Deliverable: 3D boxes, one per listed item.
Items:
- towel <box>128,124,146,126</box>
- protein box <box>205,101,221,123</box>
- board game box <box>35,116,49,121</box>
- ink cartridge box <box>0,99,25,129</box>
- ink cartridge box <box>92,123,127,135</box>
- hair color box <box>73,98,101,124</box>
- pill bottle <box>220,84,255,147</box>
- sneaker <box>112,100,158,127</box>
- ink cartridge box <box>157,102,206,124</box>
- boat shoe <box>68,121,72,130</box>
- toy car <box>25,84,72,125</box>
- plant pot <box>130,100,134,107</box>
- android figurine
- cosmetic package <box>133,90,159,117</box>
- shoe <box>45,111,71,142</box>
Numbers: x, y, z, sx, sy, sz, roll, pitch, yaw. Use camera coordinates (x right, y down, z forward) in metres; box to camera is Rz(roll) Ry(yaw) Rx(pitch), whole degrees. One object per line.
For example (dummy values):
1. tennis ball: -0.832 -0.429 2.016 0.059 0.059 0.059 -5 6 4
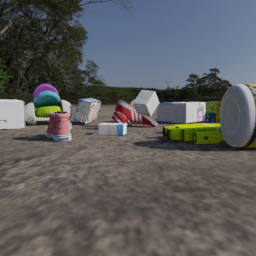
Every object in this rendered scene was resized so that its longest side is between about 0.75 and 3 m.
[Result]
1. towel: 0.189 -0.204 12.646 1.202 0.137 0.866 -1 5 -11
2. protein box: 3.617 -0.345 9.289 1.612 1.096 1.624 5 8 37
3. board game box: -4.451 -0.590 15.197 1.963 0.340 1.239 -1 6 -17
4. ink cartridge box: -5.441 -0.614 11.621 1.929 1.162 2.655 -3 9 -26
5. ink cartridge box: -0.615 0.030 9.329 1.060 0.353 0.614 1 6 9
6. hair color box: -1.893 -0.857 13.394 0.619 1.023 2.046 18 10 5
7. pill bottle: 3.812 -0.287 6.808 2.740 1.525 1.525 0 6 -5
8. sneaker: 0.234 -0.279 11.702 1.893 1.065 0.674 30 2 -3
9. ink cartridge box: 2.843 -0.808 14.134 1.722 1.009 2.383 5 7 43
10. boat shoe: -2.056 -0.040 9.353 0.293 0.252 0.813 44 4 -11
11. toy car: -3.766 -1.139 12.990 2.087 1.789 2.385 -6 7 -18
12. plant pot: 0.479 -0.770 14.282 1.166 1.166 0.783 -4 -28 -33
13. android figurine: 2.094 0.125 8.099 2.072 0.426 1.886 -1 6 -5
14. cosmetic package: 0.682 -0.928 10.475 0.622 0.621 0.754 11 54 35
15. shoe: -2.087 -0.108 8.393 0.638 0.812 1.786 -3 6 -24
